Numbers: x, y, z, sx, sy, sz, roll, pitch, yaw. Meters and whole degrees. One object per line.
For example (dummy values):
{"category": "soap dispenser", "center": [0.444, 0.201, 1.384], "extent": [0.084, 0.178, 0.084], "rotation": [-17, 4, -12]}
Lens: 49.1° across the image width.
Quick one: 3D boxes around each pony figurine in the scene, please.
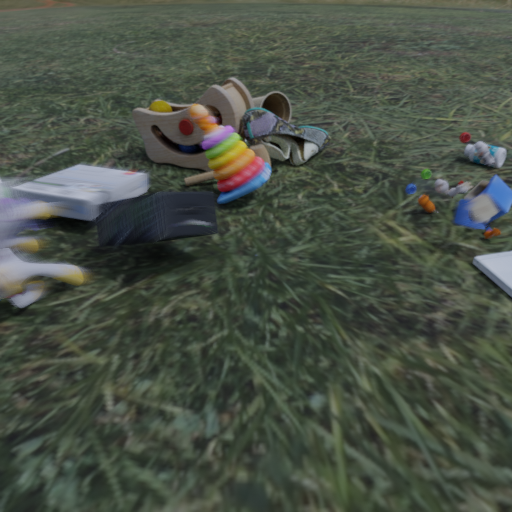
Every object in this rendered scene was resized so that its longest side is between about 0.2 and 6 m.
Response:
{"category": "pony figurine", "center": [-3.673, -0.159, 7.799], "extent": [1.928, 2.235, 2.315], "rotation": [-23, 4, 18]}

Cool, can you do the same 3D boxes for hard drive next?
{"category": "hard drive", "center": [4.250, 0.338, 9.041], "extent": [0.855, 0.173, 1.296], "rotation": [-7, 31, -13]}

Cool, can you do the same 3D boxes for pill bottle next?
{"category": "pill bottle", "center": [5.503, -2.443, 13.512], "extent": [0.874, 0.484, 0.484], "rotation": [24, 38, 36]}

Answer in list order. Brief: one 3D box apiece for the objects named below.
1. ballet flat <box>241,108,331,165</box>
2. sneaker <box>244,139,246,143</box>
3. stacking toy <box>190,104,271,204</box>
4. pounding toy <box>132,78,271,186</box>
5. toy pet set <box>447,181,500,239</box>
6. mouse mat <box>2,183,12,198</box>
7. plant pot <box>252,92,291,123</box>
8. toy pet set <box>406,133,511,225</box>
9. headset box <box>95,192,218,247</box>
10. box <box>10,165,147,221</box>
{"category": "ballet flat", "center": [0.767, -2.665, 13.310], "extent": [2.846, 1.024, 1.024], "rotation": [6, 19, -45]}
{"category": "sneaker", "center": [-0.870, -3.556, 15.124], "extent": [0.754, 0.819, 2.046], "rotation": [-13, 34, -23]}
{"category": "stacking toy", "center": [-0.679, -2.196, 11.346], "extent": [1.114, 2.031, 1.178], "rotation": [-23, 22, 27]}
{"category": "pounding toy", "center": [-1.327, -2.879, 12.732], "extent": [3.515, 2.010, 2.017], "rotation": [13, 32, 21]}
{"category": "toy pet set", "center": [3.813, -0.696, 9.970], "extent": [0.618, 1.164, 1.087], "rotation": [-32, 3, 6]}
{"category": "mouse mat", "center": [-6.088, -0.742, 10.861], "extent": [2.549, 0.119, 3.168], "rotation": [24, 40, 33]}
{"category": "plant pot", "center": [0.251, -4.092, 15.919], "extent": [1.123, 1.123, 1.028], "rotation": [-20, 25, -31]}
{"category": "toy pet set", "center": [4.040, -1.307, 10.734], "extent": [1.512, 1.620, 0.860], "rotation": [42, 10, -7]}
{"category": "headset box", "center": [-1.580, -0.604, 9.162], "extent": [1.553, 0.721, 1.352], "rotation": [-5, 2, 36]}
{"category": "box", "center": [-3.505, -1.339, 11.365], "extent": [1.732, 0.457, 2.221], "rotation": [9, 24, 15]}
